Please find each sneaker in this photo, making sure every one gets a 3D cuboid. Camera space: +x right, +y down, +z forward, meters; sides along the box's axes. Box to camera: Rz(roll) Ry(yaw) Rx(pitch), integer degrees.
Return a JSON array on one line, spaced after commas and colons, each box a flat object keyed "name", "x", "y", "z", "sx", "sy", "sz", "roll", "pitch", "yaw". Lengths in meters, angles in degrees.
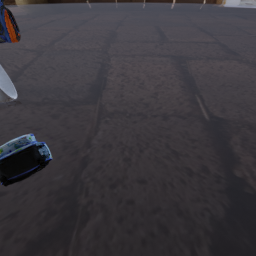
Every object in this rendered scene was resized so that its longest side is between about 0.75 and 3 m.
[{"name": "sneaker", "x": -3.874, "y": -3.442, "z": 7.677, "sx": 0.952, "sy": 2.427, "sz": 0.914, "roll": -18, "pitch": 28, "yaw": -4}]

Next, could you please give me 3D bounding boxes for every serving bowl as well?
[{"name": "serving bowl", "x": -3.091, "y": -1.160, "z": 6.035, "sx": 0.513, "sy": 1.559, "sz": 1.559, "roll": -33, "pitch": 35, "yaw": -4}]

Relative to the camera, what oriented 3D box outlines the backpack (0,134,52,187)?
[{"name": "backpack", "x": -1.701, "y": 0.481, "z": 4.609, "sx": 0.816, "sy": 0.655, "sz": 0.891, "roll": -27, "pitch": -3, "yaw": -2}]
